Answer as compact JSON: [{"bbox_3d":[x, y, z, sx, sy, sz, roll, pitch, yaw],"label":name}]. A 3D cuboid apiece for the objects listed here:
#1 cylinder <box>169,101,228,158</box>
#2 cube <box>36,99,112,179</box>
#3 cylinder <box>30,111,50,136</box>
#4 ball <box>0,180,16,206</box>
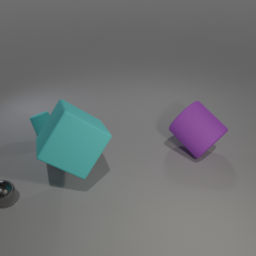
[{"bbox_3d":[2.338,0.052,9.383,1.400,1.400,1.400,-30,70,-41],"label":"cylinder"},{"bbox_3d":[-1.515,0.267,7.586,1.400,1.400,1.400,29,7,-25],"label":"cube"},{"bbox_3d":[-3.098,-0.165,10.150,0.700,0.700,0.700,-18,14,5],"label":"cylinder"},{"bbox_3d":[-3.391,1.746,7.534,0.700,0.700,0.700,0,30,0],"label":"ball"}]
